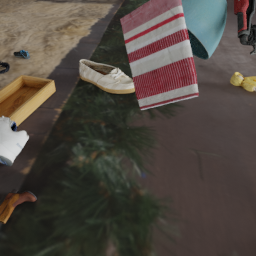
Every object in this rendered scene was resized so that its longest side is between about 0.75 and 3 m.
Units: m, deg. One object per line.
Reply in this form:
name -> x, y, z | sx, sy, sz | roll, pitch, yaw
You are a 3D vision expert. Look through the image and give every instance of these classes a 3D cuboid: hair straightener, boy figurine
hair straightener -> 3.048, -2.599, 6.882 | 0.873, 0.464, 2.268 | 29, 51, -26
boy figurine -> 4.912, -1.787, 10.988 | 1.675, 0.540, 1.041 | 21, 45, 22

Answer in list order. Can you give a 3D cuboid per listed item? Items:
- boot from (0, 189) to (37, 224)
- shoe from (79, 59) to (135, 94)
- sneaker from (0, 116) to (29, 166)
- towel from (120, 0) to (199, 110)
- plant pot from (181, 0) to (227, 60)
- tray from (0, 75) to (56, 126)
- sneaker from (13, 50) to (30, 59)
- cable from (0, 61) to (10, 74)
boot -> -2.636, 1.819, 6.487 | 0.785, 0.286, 0.834 | 11, 40, 14
shoe -> -0.886, -2.066, 11.152 | 2.803, 0.748, 0.980 | 23, 43, 27
sneaker -> -3.833, 0.100, 8.045 | 2.513, 0.936, 1.094 | 30, 67, 23
towel -> 0.736, -1.811, 6.810 | 1.797, 2.495, 0.284 | -11, 1, 45
plant pot -> 1.851, -3.038, 7.576 | 1.366, 2.028, 2.028 | -49, 46, 7
tray -> -3.969, -0.901, 9.829 | 1.460, 0.548, 2.960 | 12, 38, 15
sneaker -> -5.105, -3.590, 13.439 | 0.950, 0.389, 0.348 | 15, 40, 20
cable -> -5.674, -2.659, 12.333 | 0.840, 0.261, 1.029 | -28, 46, -31
